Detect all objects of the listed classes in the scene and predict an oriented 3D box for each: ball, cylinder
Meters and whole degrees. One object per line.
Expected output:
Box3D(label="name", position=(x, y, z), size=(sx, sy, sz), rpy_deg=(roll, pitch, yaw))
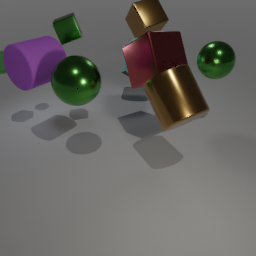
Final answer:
Box3D(label="ball", position=(-1.447, -1.323, 7.875), size=(1.400, 1.400, 1.400), rpy_deg=(0, 31, 0))
Box3D(label="cylinder", position=(1.328, -0.810, 7.777), size=(1.400, 1.400, 1.400), rpy_deg=(-23, -8, -4))
Box3D(label="ball", position=(3.293, -2.532, 10.492), size=(1.400, 1.400, 1.400), rpy_deg=(0, 31, 0))
Box3D(label="cylinder", position=(-2.875, -2.043, 8.765), size=(1.400, 1.400, 1.400), rpy_deg=(20, 36, 30))
Box3D(label="cylinder", position=(0.595, -3.199, 12.741), size=(1.400, 1.400, 1.400), rpy_deg=(3, 41, 6))

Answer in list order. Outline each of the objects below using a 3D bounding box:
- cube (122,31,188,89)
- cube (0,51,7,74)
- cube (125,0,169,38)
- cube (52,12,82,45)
Box3D(label="cube", position=(0.888, -2.170, 9.009), size=(1.400, 1.400, 1.400), rpy_deg=(-14, 1, -35))
Box3D(label="cube", position=(-4.563, -2.314, 9.942), size=(0.700, 0.700, 0.700), rpy_deg=(-6, 10, 29))
Box3D(label="cube", position=(0.921, -5.457, 14.062), size=(1.400, 1.400, 1.400), rpy_deg=(-27, -2, -20))
Box3D(label="cube", position=(-1.918, -3.166, 8.917), size=(0.700, 0.700, 0.700), rpy_deg=(-20, 31, 3))
